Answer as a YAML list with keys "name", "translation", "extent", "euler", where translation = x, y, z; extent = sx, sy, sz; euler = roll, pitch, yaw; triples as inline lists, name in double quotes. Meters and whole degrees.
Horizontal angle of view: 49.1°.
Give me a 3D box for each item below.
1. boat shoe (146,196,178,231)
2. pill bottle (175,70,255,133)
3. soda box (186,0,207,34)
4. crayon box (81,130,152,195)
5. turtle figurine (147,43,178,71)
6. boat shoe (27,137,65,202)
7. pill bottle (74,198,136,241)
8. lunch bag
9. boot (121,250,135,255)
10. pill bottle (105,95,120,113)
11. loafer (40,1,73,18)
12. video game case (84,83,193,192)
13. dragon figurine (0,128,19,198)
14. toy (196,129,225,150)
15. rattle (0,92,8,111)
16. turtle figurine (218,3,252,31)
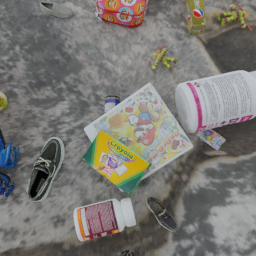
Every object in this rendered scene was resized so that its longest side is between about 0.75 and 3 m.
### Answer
- name: "boat shoe"
  translation: [1.033, 2.597, 8.500]
  extent: [0.458, 0.413, 1.273]
  euler: [-38, 76, -11]
- name: "pill bottle"
  translation: [3.136, -0.920, 9.004]
  extent: [2.888, 1.637, 1.637]
  euler: [-13, 72, -4]
- name: "soda box"
  translation: [2.597, -4.469, 10.754]
  extent: [0.558, 0.527, 1.648]
  euler: [-1, 71, -1]
- name: "crayon box"
  translation: [-0.337, 1.007, 8.436]
  extent: [1.832, 0.534, 1.088]
  euler: [34, 92, 13]
- name: "turtle figurine"
  translation: [1.324, -2.553, 10.201]
  extent: [0.968, 0.387, 1.200]
  euler: [31, 74, 9]
- name: "boat shoe"
  translation: [-2.572, 1.249, 8.795]
  extent: [0.748, 0.673, 2.115]
  euler: [12, 72, 5]
- name: "pill bottle"
  translation: [-0.660, 2.634, 8.204]
  extent: [1.674, 0.956, 0.956]
  euler: [-13, 72, -3]
- name: "lunch bag"
  translation: [-0.276, -5.220, 10.605]
  extent: [2.219, 1.032, 2.519]
  euler: [13, 79, 1]
- name: "boot"
  translation: [0.469, 4.528, 7.574]
  extent: [2.833, 0.981, 2.466]
  euler: [-22, 74, -5]
- name: "pill bottle"
  translation: [-0.535, -0.599, 9.481]
  extent: [0.514, 0.514, 0.919]
  euler: [1, 77, 0]
- name: "loafer"
  translation: [-2.785, -4.605, 10.836]
  extent: [1.305, 0.455, 0.456]
  euler: [10, 72, 3]
- name: "video game case"
  translation: [0.264, 0.296, 8.780]
  extent: [2.640, 0.302, 2.403]
  euler: [-34, 80, 9]
- name: "dragon figurine"
  translation: [-3.978, 0.822, 8.869]
  extent: [1.388, 0.822, 2.792]
  euler: [11, 73, 4]
- name: "toy"
  translation: [2.791, 0.286, 9.370]
  extent: [0.864, 0.204, 0.497]
  euler: [39, 75, 12]
- name: "rattle"
  translation: [-4.738, -1.096, 9.525]
  extent: [0.766, 0.841, 1.177]
  euler: [-41, 82, 8]
- name: "turtle figurine"
  translation: [4.111, -4.244, 10.721]
  extent: [1.126, 0.450, 1.397]
  euler: [-16, 73, -5]
